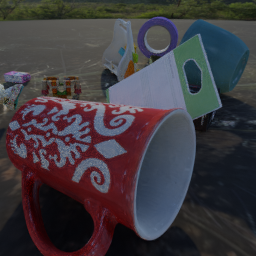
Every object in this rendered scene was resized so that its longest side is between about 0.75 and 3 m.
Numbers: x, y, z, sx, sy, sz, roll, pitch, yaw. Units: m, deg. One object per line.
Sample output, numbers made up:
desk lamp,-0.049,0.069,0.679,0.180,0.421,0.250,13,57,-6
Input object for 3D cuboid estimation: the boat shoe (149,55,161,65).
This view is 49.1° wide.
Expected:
boat shoe,1.283,-2.299,12.053,1.051,0.907,2.882,8,31,-8

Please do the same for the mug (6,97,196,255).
mug,-0.767,0.511,4.722,2.991,1.995,2.655,13,27,33

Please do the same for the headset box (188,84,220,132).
headset box,1.506,-0.764,8.586,2.242,0.841,1.666,12,28,24

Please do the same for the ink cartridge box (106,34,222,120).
ink cartridge box,0.663,-0.543,5.916,2.551,0.612,1.856,-25,55,29

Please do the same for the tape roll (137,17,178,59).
tape roll,1.720,-5.124,16.054,2.275,2.275,0.967,5,25,10

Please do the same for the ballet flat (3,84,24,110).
ballet flat,-3.392,-0.898,8.145,0.446,1.397,0.528,22,60,-21

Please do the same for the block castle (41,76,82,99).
block castle,-2.457,-1.507,10.393,1.437,0.674,0.960,-3,22,-11

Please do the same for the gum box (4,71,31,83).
gum box,-4.807,-2.226,12.249,1.001,0.331,0.568,9,27,18

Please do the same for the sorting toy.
sorting toy,-0.210,-3.678,12.860,1.440,2.427,2.696,-9,27,-18

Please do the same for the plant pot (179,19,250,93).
plant pot,3.192,-2.456,10.444,2.053,2.558,2.558,28,36,25

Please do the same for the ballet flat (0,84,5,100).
ballet flat,-5.056,-1.367,9.911,2.891,0.981,1.088,19,13,38
